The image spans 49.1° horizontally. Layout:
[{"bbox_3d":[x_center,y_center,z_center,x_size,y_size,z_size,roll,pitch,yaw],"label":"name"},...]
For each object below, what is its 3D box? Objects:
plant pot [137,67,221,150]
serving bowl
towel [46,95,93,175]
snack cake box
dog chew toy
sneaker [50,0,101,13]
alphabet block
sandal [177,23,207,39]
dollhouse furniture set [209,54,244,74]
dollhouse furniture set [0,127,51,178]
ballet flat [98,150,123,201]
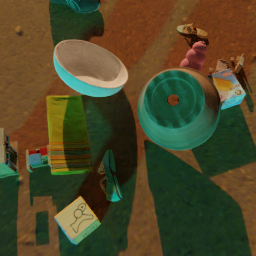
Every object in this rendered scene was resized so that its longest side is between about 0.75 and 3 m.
[{"bbox_3d":[1.274,-0.586,7.413,2.435,2.113,2.435,0,88,14],"label":"plant pot"},{"bbox_3d":[-1.227,-1.769,8.866,2.391,0.786,2.391,18,40,-16],"label":"serving bowl"},{"bbox_3d":[-1.750,0.100,8.229,1.149,0.241,2.669,-1,57,-20],"label":"towel"},{"bbox_3d":[2.615,-1.070,8.928,1.831,0.615,1.053,-19,64,-8],"label":"snack cake box"},{"bbox_3d":[2.193,-2.259,9.192,0.736,1.182,0.736,16,26,-8],"label":"dog chew toy"},{"bbox_3d":[-2.142,-5.119,10.756,2.288,0.907,0.863,17,64,7],"label":"sneaker"},{"bbox_3d":[-1.263,2.366,7.157,0.814,0.799,0.795,-36,71,-16],"label":"alphabet block"},{"bbox_3d":[2.400,-3.688,10.335,1.157,0.380,0.424,22,66,10],"label":"sandal"},{"bbox_3d":[3.378,-2.283,9.595,0.998,0.487,0.851,15,65,7],"label":"dollhouse furniture set"},{"bbox_3d":[-3.023,0.602,7.855,1.528,1.077,1.071,-11,65,-4],"label":"dollhouse furniture set"},{"bbox_3d":[-0.572,1.322,7.851,0.534,0.510,1.516,-17,63,6],"label":"ballet flat"}]
